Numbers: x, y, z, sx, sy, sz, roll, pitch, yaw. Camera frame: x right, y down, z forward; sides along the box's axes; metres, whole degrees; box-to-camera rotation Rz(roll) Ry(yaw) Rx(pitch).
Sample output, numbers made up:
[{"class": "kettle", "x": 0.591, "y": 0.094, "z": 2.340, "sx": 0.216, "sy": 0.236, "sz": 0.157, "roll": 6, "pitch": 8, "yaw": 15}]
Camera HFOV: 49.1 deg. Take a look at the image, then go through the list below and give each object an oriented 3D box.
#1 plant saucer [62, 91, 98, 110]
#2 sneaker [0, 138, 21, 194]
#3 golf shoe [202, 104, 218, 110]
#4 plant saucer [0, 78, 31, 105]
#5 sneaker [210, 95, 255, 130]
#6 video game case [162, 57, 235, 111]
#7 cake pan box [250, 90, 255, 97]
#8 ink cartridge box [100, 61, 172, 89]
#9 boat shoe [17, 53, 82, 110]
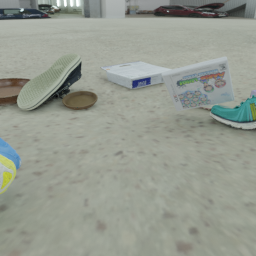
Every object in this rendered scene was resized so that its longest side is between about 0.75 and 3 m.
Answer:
[{"class": "plant saucer", "x": -1.453, "y": -0.841, "z": 8.544, "sx": 1.077, "sy": 0.159, "sz": 1.077, "roll": -1, "pitch": 34, "yaw": 1}, {"class": "sneaker", "x": -2.902, "y": 0.411, "z": 4.366, "sx": 2.566, "sy": 0.972, "sz": 1.348, "roll": 19, "pitch": 7, "yaw": 2}, {"class": "golf shoe", "x": 2.063, "y": -0.995, "z": 8.461, "sx": 1.407, "sy": 0.644, "sz": 0.530, "roll": 16, "pitch": 30, "yaw": 33}, {"class": "plant saucer", "x": -4.050, "y": -1.189, "z": 9.181, "sx": 2.184, "sy": 0.376, "sz": 2.184, "roll": 0, "pitch": 24, "yaw": 0}, {"class": "sneaker", "x": 3.232, "y": -0.502, "z": 7.010, "sx": 2.268, "sy": 0.903, "sz": 0.879, "roll": 1, "pitch": 23, "yaw": 21}, {"class": "video game case", "x": 1.807, "y": -1.049, "z": 7.115, "sx": 1.556, "sy": 1.416, "sz": 0.184, "roll": -10, "pitch": 50, "yaw": 22}, {"class": "cake pan box", "x": 4.621, "y": -0.953, "z": 8.769, "sx": 1.157, "sy": 0.303, "sz": 1.066, "roll": -7, "pitch": 24, "yaw": -15}, {"class": "ink cartridge box", "x": 0.355, "y": -2.134, "z": 11.080, "sx": 2.185, "sy": 0.444, "sz": 2.189, "roll": -17, "pitch": 30, "yaw": -31}, {"class": "boat shoe", "x": -2.341, "y": -1.373, "z": 8.978, "sx": 1.099, "sy": 0.917, "sz": 2.945, "roll": 8, "pitch": 42, "yaw": 22}]
